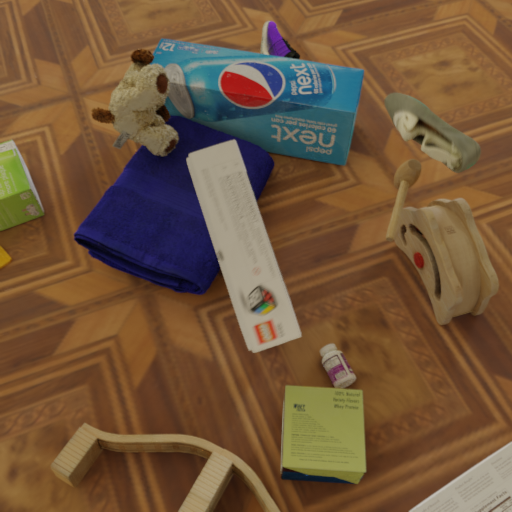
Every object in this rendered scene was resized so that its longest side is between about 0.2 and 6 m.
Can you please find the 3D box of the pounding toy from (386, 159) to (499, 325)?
[{"bbox_3d":[3.026,-0.150,10.476,1.702,1.697,2.967,-14,77,-9],"label":"pounding toy"}]

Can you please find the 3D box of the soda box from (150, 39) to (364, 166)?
[{"bbox_3d":[-0.091,-3.454,12.523,4.656,1.579,1.494,11,56,7],"label":"soda box"}]

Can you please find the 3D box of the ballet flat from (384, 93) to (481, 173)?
[{"bbox_3d":[2.836,-2.084,9.430,1.946,0.656,0.620,40,66,21],"label":"ballet flat"}]

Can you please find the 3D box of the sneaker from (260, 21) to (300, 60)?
[{"bbox_3d":[0.618,-5.147,14.257,0.985,0.689,1.981,2,61,-4],"label":"sneaker"}]

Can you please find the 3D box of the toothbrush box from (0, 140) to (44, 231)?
[{"bbox_3d":[-5.707,-1.252,11.495,2.132,0.918,1.552,-23,59,-13],"label":"toothbrush box"}]

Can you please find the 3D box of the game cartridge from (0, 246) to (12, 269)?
[{"bbox_3d":[-5.177,0.058,11.139,0.458,0.084,0.520,-39,67,-22],"label":"game cartridge"}]

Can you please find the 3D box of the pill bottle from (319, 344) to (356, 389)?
[{"bbox_3d":[1.393,1.907,9.722,0.406,0.406,0.723,-19,59,-12],"label":"pill bottle"}]

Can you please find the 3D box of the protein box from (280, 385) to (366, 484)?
[{"bbox_3d":[1.031,2.823,8.844,1.248,0.848,1.257,3,57,2],"label":"protein box"}]

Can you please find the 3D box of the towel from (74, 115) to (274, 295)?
[{"bbox_3d":[-1.510,-1.089,11.444,2.793,0.937,3.782,23,58,7],"label":"towel"}]

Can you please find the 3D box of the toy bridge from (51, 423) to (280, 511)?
[{"bbox_3d":[-0.791,3.658,8.376,4.519,0.615,1.519,22,53,17],"label":"toy bridge"}]

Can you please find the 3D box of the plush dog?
[{"bbox_3d":[-2.299,-3.118,11.122,1.527,1.903,1.635,3,46,6],"label":"plush dog"}]

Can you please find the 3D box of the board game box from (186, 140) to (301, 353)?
[{"bbox_3d":[-0.160,0.094,8.307,0.672,3.886,2.453,-18,84,-2],"label":"board game box"}]

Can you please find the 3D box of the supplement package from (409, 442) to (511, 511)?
[{"bbox_3d":[3.080,3.688,7.850,1.998,1.556,1.108,-25,60,-16],"label":"supplement package"}]
